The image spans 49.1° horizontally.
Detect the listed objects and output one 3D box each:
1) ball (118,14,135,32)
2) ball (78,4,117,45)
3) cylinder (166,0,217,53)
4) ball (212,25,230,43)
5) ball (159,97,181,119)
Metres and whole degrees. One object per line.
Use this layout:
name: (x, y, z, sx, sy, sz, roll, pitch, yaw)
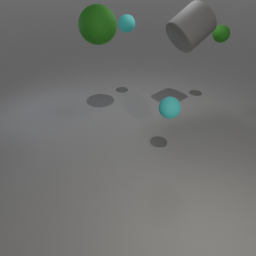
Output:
ball: (-0.054, -4.313, 11.559, 0.700, 0.700, 0.700, 0, 31, 0)
ball: (-1.101, -3.750, 10.187, 1.400, 1.400, 1.400, 0, 31, 0)
cylinder: (2.418, -3.889, 10.795, 1.400, 1.400, 1.400, -42, 42, -6)
ball: (3.843, -3.885, 11.545, 0.700, 0.700, 0.700, 0, 31, 0)
ball: (1.330, -0.645, 8.928, 0.700, 0.700, 0.700, 0, 31, 0)
